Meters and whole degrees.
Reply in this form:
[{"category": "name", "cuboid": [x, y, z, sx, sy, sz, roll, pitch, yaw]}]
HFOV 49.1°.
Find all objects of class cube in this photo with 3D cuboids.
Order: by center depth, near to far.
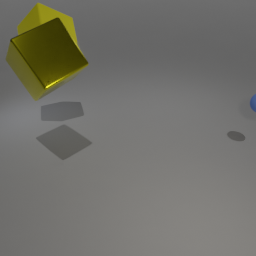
[{"category": "cube", "cuboid": [-2.166, -1.765, 7.422, 1.400, 1.400, 1.400, -38, 12, -27]}, {"category": "cube", "cuboid": [-2.744, -3.062, 9.588, 1.400, 1.400, 1.400, -26, -20, 37]}]

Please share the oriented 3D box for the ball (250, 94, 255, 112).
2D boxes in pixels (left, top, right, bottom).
[{"category": "ball", "cuboid": [4.454, -0.839, 9.361, 0.700, 0.700, 0.700, 0, 31, 0]}]
